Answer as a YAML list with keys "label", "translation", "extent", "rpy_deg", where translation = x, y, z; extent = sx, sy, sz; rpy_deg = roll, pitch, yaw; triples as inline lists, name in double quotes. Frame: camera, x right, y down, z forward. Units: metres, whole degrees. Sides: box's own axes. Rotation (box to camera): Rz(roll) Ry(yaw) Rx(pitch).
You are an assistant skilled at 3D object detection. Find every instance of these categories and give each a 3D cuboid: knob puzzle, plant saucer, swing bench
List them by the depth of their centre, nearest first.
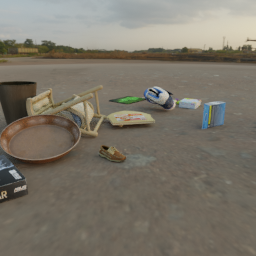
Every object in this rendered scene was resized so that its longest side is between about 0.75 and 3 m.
- label: "plant saucer"
  translation: [-2.628, 0.341, 8.548]
  extent: [2.356, 0.406, 2.356]
  rpy_deg: [3, 34, -2]
- label: "swing bench"
  translation: [-2.290, -0.694, 11.003]
  extent: [2.464, 1.598, 2.450]
  rpy_deg: [-4, 17, 5]
- label: "knob puzzle"
  translation: [0.039, -0.384, 12.037]
  extent: [2.168, 0.301, 2.168]
  rpy_deg: [0, 17, 0]

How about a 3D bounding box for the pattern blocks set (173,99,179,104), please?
- label: "pattern blocks set"
  translation: [2.365, -1.511, 16.101]
  extent: [1.433, 0.132, 1.631]
  rpy_deg: [11, 20, 33]

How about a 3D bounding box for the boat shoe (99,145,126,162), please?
- label: "boat shoe"
  translation: [-0.488, 0.731, 8.202]
  extent: [0.963, 0.356, 0.364]
  rpy_deg: [12, 21, 35]

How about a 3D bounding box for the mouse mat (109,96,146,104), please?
- label: "mouse mat"
  translation: [0.018, -1.699, 16.882]
  extent: [1.590, 0.074, 1.975]
  rpy_deg: [13, 20, 37]

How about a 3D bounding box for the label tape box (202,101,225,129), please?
- label: "label tape box"
  translation: [3.364, -0.535, 11.403]
  extent: [1.332, 0.954, 0.440]
  rpy_deg: [-11, 20, -32]

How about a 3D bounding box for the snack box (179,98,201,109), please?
- label: "snack box"
  translation: [3.343, -1.326, 15.094]
  extent: [0.900, 0.361, 1.067]
  rpy_deg: [9, 20, 27]

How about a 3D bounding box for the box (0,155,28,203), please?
- label: "box"
  translation: [-3.351, 1.227, 6.463]
  extent: [1.477, 0.401, 1.844]
  rpy_deg: [-12, 21, -36]

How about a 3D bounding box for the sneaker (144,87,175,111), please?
- label: "sneaker"
  translation: [1.309, -1.776, 14.183]
  extent: [2.199, 0.886, 1.610]
  rpy_deg: [37, 1, 41]

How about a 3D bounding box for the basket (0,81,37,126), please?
- label: "basket"
  translation: [-4.342, -0.887, 11.099]
  extent: [1.623, 1.800, 1.224]
  rpy_deg: [3, 17, 8]
